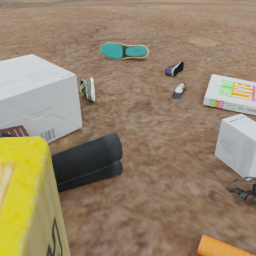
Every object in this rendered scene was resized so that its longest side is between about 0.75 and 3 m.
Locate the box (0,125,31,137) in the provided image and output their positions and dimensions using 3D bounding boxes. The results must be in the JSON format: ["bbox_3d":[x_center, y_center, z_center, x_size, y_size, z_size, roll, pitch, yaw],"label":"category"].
[{"bbox_3d":[-2.891,0.703,6.627,1.223,1.015,1.004,-16,47,-36],"label":"box"}]

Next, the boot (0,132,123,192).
[{"bbox_3d":[-1.341,0.630,6.099,2.626,2.164,0.862,-13,52,-19],"label":"boot"}]

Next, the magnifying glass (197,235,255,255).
[{"bbox_3d":[2.603,2.486,4.544,2.936,0.329,1.169,13,61,31],"label":"magnifying glass"}]

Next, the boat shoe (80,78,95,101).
[{"bbox_3d":[-1.553,-1.456,10.690,0.540,0.646,1.808,-5,27,-7],"label":"boat shoe"}]

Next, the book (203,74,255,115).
[{"bbox_3d":[4.247,-1.113,10.270,2.651,0.637,1.771,13,38,17],"label":"book"}]

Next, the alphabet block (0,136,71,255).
[{"bbox_3d":[-2.142,2.059,2.778,2.837,2.904,2.852,-3,38,-5],"label":"alphabet block"}]

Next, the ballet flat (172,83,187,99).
[{"bbox_3d":[2.021,-1.496,10.974,0.392,0.392,1.074,16,36,24],"label":"ballet flat"}]

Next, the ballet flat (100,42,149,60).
[{"bbox_3d":[-0.149,-3.921,14.503,2.538,0.882,0.882,9,34,11],"label":"ballet flat"}]

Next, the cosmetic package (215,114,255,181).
[{"bbox_3d":[2.970,0.466,7.150,0.730,1.183,1.187,-14,35,-21],"label":"cosmetic package"}]

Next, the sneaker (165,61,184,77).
[{"bbox_3d":[2.132,-2.788,12.918,0.557,0.481,1.271,15,35,32],"label":"sneaker"}]

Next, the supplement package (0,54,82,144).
[{"bbox_3d":[-3.181,-0.785,8.438,2.451,1.885,2.563,-28,42,-36],"label":"supplement package"}]

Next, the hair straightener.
[{"bbox_3d":[3.308,1.635,6.154,2.179,0.446,0.838,18,36,33],"label":"hair straightener"}]
